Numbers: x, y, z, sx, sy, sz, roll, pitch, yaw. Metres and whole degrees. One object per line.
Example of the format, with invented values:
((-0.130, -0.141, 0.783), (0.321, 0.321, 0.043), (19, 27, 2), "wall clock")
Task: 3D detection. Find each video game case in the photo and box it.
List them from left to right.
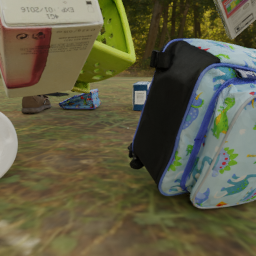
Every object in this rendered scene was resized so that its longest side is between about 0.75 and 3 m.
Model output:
((2.369, -2.661, 5.099), (1.556, 1.707, 0.196), (30, 23, -54), "video game case")

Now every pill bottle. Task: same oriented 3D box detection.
((-2.903, 0.147, 4.613), (2.145, 1.220, 1.220), (9, 15, 39), "pill bottle")

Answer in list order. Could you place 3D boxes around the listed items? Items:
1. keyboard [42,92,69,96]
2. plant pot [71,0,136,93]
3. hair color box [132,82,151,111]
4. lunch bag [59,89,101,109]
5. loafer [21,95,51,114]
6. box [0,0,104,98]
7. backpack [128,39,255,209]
((-5.035, -2.167, 17.461), (2.505, 0.258, 1.592), (8, 15, 35), "keyboard")
((-1.853, -2.873, 8.840), (2.919, 2.934, 2.662), (13, -35, -41), "plant pot")
((0.626, -1.411, 12.029), (0.648, 1.072, 2.143), (2, 12, 8), "hair color box")
((-2.099, -1.111, 11.956), (1.612, 0.758, 1.214), (-11, 12, 9), "lunch bag")
((-3.687, -1.175, 11.425), (0.894, 0.870, 2.450), (-2, 12, -7), "loafer")
((-1.649, -1.823, 5.051), (1.436, 1.685, 2.635), (-13, -10, -25), "box")
((1.413, -0.012, 3.800), (2.208, 2.020, 1.622), (-5, 35, -28), "backpack")
